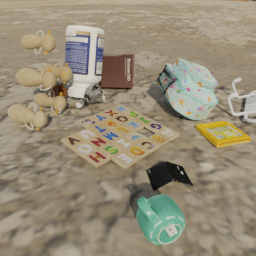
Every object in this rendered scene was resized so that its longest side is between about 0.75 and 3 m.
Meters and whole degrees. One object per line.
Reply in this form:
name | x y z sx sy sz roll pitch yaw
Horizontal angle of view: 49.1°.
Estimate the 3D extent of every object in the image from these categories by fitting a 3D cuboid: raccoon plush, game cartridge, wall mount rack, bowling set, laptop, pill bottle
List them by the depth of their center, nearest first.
laptop | 0.923 1.117 6.298 0.810 0.419 0.718 18 25 -20
game cartridge | 2.622 0.130 7.828 1.025 0.189 1.163 -8 29 -15
bowling set | -2.324 -1.385 8.773 1.560 2.906 2.023 13 6 33
wall mount rack | 4.491 -1.223 8.786 2.445 1.049 2.814 -12 20 30
raccoon plush | -1.238 -0.929 9.436 1.163 0.779 0.562 -35 57 -14
pill bottle | -1.527 -2.241 9.660 1.284 2.314 1.284 5 12 -1

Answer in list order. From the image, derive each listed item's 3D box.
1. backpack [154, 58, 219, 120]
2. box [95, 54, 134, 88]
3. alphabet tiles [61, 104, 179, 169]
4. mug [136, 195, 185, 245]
backpack | 1.933 -1.179 8.649 1.617 1.410 1.840 10 47 -33
box | -0.971 -2.219 10.847 2.414 1.209 0.905 1 20 3
alphabet tiles | -0.291 0.151 7.475 2.255 0.102 2.697 29 37 32
mug | 0.491 1.508 4.491 0.868 0.713 0.537 10 22 -26
